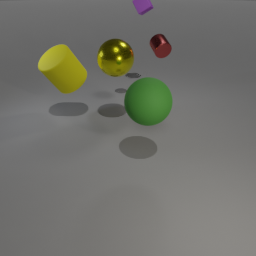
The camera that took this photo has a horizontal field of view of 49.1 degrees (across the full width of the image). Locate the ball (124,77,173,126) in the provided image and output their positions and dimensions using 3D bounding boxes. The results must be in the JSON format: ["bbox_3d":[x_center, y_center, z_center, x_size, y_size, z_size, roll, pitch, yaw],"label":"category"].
[{"bbox_3d":[0.587,-0.763,8.140,1.400,1.400,1.400,0,28,0],"label":"ball"}]

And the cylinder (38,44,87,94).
[{"bbox_3d":[-2.572,-2.320,11.130,1.400,1.400,1.400,-15,52,20],"label":"cylinder"}]

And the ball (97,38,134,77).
[{"bbox_3d":[-0.463,-2.617,10.482,1.400,1.400,1.400,0,28,0],"label":"ball"}]

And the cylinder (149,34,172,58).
[{"bbox_3d":[1.292,-3.264,11.155,0.700,0.700,0.700,-8,50,-15],"label":"cylinder"}]

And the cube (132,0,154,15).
[{"bbox_3d":[0.740,-6.053,13.730,0.700,0.700,0.700,-25,8,22],"label":"cube"}]
